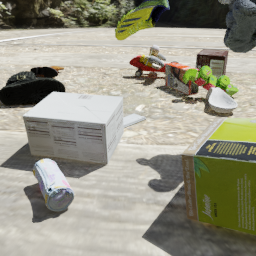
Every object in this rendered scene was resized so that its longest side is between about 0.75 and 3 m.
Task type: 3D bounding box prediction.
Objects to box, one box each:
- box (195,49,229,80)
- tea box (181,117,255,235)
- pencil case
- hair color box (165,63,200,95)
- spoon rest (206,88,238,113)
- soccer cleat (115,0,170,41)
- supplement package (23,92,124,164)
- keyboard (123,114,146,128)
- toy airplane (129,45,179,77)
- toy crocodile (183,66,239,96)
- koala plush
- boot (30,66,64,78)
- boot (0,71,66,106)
[{"bbox_3d":[3.927,-2.926,13.154,1.264,1.278,1.540,10,25,21],"label":"box"},{"bbox_3d":[2.112,0.678,4.650,1.839,1.249,1.870,5,22,34],"label":"tea box"},{"bbox_3d":[-1.393,1.010,5.113,0.531,0.486,1.170,35,1,-35],"label":"pencil case"},{"bbox_3d":[2.220,-2.094,11.657,0.555,0.962,1.735,-13,26,-24],"label":"hair color box"},{"bbox_3d":[3.123,-1.005,9.686,0.918,0.560,1.849,-1,23,-2],"label":"spoon rest"},{"bbox_3d":[0.436,-3.732,9.783,2.309,0.966,0.747,-35,-9,32],"label":"soccer cleat"},{"bbox_3d":[-1.203,-0.070,6.777,1.926,1.068,1.500,6,29,13],"label":"supplement package"},{"bbox_3d":[-0.292,-0.098,8.216,0.543,0.103,1.929,16,27,42],"label":"keyboard"},{"bbox_3d":[1.404,-3.237,13.578,2.137,1.515,2.146,-13,25,-32],"label":"toy airplane"},{"bbox_3d":[3.109,-1.678,10.505,2.238,0.691,0.755,21,-24,-15],"label":"toy crocodile"},{"bbox_3d":[2.622,-2.621,6.191,1.345,1.517,1.394,-2,-21,-10],"label":"koala plush"},{"bbox_3d":[-3.802,-2.872,14.244,1.588,0.577,1.686,2,15,24],"label":"boot"},{"bbox_3d":[-3.525,-1.580,10.546,2.392,0.900,1.788,-4,24,-7],"label":"boot"}]
